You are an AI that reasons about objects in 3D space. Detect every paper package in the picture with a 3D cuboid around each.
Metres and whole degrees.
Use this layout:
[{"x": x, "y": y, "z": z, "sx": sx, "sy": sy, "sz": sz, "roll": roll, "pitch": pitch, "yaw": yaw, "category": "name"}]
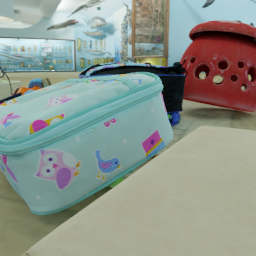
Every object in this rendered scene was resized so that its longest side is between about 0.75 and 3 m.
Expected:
[{"x": 1.228, "y": 0.886, "z": 1.441, "sx": 2.511, "sy": 1.299, "sz": 2.393, "roll": 6, "pitch": 15, "yaw": 28, "category": "paper package"}]

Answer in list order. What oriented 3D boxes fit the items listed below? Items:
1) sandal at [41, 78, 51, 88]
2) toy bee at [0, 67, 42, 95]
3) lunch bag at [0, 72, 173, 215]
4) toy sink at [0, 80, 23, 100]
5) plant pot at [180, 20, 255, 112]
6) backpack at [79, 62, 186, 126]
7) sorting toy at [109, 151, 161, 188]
[{"x": -2.217, "y": -0.670, "z": 7.705, "sx": 0.573, "sy": 0.853, "sz": 2.124, "roll": -16, "pitch": 43, "yaw": -17, "category": "sandal"}, {"x": -3.054, "y": -0.892, "z": 8.862, "sx": 2.652, "sy": 1.442, "sz": 1.736, "roll": 34, "pitch": 37, "yaw": -1, "category": "toy bee"}, {"x": -0.907, "y": -0.096, "z": 4.400, "sx": 2.399, "sy": 1.153, "sz": 2.991, "roll": -29, "pitch": 24, "yaw": -25, "category": "lunch bag"}, {"x": -5.170, "y": -1.249, "z": 10.470, "sx": 2.101, "sy": 1.177, "sz": 1.369, "roll": 8, "pitch": 16, "yaw": 29, "category": "toy sink"}, {"x": 3.179, "y": -2.083, "z": 9.759, "sx": 2.936, "sy": 2.673, "sz": 2.936, "roll": 11, "pitch": 4, "yaw": -1, "category": "plant pot"}, {"x": -0.012, "y": -1.003, "z": 8.095, "sx": 2.694, "sy": 1.812, "sz": 2.459, "roll": -5, "pitch": 14, "yaw": -22, "category": "backpack"}, {"x": -0.398, "y": 0.426, "z": 5.244, "sx": 1.959, "sy": 0.390, "sz": 2.651, "roll": -8, "pitch": 16, "yaw": -29, "category": "sorting toy"}]
